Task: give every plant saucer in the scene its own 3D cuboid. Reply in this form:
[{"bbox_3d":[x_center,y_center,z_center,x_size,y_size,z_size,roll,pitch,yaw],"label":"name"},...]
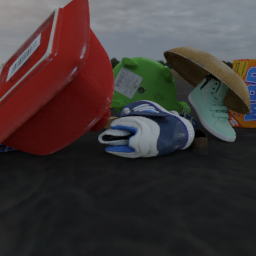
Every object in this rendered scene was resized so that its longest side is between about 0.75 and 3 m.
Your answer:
[{"bbox_3d":[2.064,-1.283,7.057,2.605,0.461,2.605,37,5,-3],"label":"plant saucer"}]

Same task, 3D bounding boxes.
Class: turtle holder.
[{"bbox_3d":[0.694,-1.202,9.014,2.664,2.024,1.892,-1,6,3],"label":"turtle holder"}]

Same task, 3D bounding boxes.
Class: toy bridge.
[{"bbox_3d":[-1.366,-0.292,8.728,2.576,0.351,0.866,7,11,31],"label":"toy bridge"}]

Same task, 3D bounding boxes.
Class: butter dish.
[{"bbox_3d":[-1.261,-0.671,5.671,2.186,2.958,2.949,37,28,-35],"label":"butter dish"}]

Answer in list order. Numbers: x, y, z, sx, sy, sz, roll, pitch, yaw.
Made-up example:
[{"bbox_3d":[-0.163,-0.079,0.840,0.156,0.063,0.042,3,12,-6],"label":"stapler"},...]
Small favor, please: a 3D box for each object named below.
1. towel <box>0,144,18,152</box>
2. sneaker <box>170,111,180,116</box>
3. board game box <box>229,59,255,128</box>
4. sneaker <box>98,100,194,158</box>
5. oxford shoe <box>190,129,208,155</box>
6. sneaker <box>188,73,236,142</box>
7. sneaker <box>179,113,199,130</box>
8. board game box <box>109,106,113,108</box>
[{"bbox_3d":[-3.232,0.286,6.125,2.306,0.275,1.669,-9,14,-36],"label":"towel"},{"bbox_3d":[0.722,-0.046,7.088,0.768,0.676,1.816,-10,5,-17],"label":"sneaker"},{"bbox_3d":[4.238,-1.097,8.618,1.946,1.945,1.947,5,13,23],"label":"board game box"},{"bbox_3d":[0.008,-0.050,5.969,1.758,0.967,2.401,-4,16,-35],"label":"sneaker"},{"bbox_3d":[1.524,0.221,5.995,0.396,0.460,1.090,-1,10,3],"label":"oxford shoe"},{"bbox_3d":[2.203,-0.569,6.782,0.650,1.041,1.765,0,48,-34],"label":"sneaker"},{"bbox_3d":[1.469,-0.199,7.973,1.310,0.505,0.558,15,9,39],"label":"sneaker"},{"bbox_3d":[-1.046,-1.501,12.835,1.047,1.046,1.046,-1,12,-6],"label":"board game box"}]
